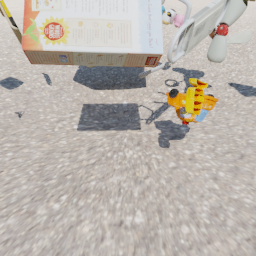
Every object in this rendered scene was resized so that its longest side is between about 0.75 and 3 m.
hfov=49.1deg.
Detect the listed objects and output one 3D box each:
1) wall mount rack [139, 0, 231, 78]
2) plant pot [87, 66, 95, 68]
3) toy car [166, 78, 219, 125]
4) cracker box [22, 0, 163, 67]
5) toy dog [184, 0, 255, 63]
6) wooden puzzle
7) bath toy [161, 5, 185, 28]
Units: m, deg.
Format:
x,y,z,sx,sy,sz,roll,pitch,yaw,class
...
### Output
x,y,z,sx,sy,sz,roll,pitch,yaw,class
1.062,-1.865,5.502,0.842,1.963,2.260,35,55,18,wall mount rack
-0.887,-3.619,9.102,2.412,2.724,2.721,-29,36,25,plant pot
1.107,-0.465,5.718,1.165,0.791,2.376,10,4,24,toy car
-0.504,-1.674,4.291,2.011,1.347,0.580,1,-10,-5,cracker box
2.956,-3.170,8.244,1.648,2.498,1.203,43,18,23,toy dog
-3.494,-3.195,8.360,0.254,1.366,1.263,-33,-5,-10,wooden puzzle
1.842,-3.944,10.173,1.833,0.677,0.797,29,65,14,bath toy
